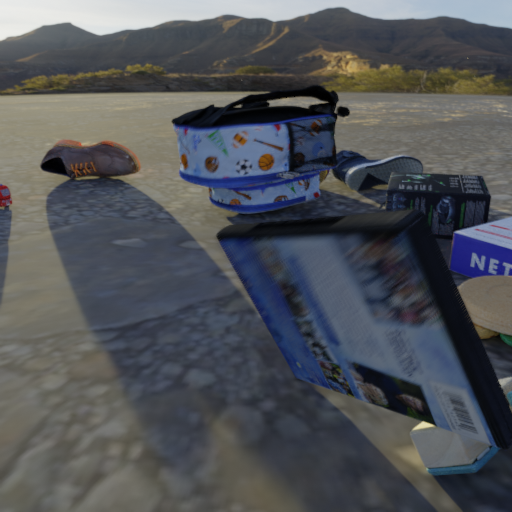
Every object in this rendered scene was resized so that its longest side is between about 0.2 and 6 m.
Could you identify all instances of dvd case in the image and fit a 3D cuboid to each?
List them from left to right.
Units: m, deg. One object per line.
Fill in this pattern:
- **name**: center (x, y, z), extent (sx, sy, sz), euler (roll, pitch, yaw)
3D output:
- **dvd case**: center (0.616, 0.436, 4.025), extent (0.194, 1.578, 2.211), euler (-36, 18, -25)

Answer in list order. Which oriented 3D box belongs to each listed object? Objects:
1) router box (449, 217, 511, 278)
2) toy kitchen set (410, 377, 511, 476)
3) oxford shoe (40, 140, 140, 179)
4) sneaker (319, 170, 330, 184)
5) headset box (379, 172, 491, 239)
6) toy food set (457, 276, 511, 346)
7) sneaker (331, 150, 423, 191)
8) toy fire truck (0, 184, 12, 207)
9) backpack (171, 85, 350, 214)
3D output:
- **router box**: center (4.136, 0.052, 7.284), extent (2.095, 0.570, 2.334), euler (-13, 23, -32)
- **toy kitchen set**: center (2.094, 1.445, 3.582), extent (0.945, 1.285, 1.604), euler (-16, -11, -39)
- **oxford shoe**: center (-3.950, -2.142, 13.327), extent (2.614, 0.932, 0.953), euler (7, 42, 25)
- **sneaker**: center (0.441, -2.043, 12.843), extent (2.490, 0.933, 1.122), euler (12, 16, 12)
- **headset box**: center (2.990, -0.887, 9.579), extent (1.716, 0.796, 1.494), euler (5, 21, 14)
- **toy food set**: center (2.838, 0.609, 6.062), extent (1.453, 0.357, 1.468), euler (15, 25, 36)
- **sneaker**: center (2.694, -2.045, 12.891), extent (1.956, 0.744, 1.414), euler (-7, 24, -16)
- **toy fire truck**: center (-5.402, -1.436, 10.987), extent (1.260, 0.888, 0.307), euler (7, 22, 20)
- **backpack**: center (-0.138, -1.990, 10.630), extent (2.741, 2.217, 2.878), euler (-8, 13, -31)
